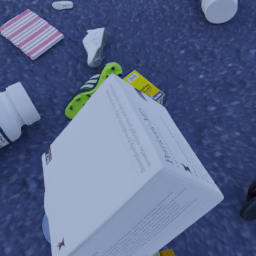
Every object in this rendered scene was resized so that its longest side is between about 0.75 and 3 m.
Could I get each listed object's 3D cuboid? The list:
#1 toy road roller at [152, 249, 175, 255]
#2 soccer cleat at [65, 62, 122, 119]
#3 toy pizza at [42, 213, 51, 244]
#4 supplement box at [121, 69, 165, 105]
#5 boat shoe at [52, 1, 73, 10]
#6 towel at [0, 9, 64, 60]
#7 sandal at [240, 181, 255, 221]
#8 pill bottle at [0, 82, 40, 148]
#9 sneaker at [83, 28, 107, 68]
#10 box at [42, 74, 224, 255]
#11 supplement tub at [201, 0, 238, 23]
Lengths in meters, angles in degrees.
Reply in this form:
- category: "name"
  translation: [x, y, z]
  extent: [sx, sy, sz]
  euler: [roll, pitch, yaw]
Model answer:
- category: "toy road roller"
  translation: [0.506, 4.190, 5.817]
  extent: [1.732, 2.058, 2.819]
  euler: [-12, 26, -6]
- category: "soccer cleat"
  translation: [-1.119, -1.191, 8.956]
  extent: [2.310, 0.780, 0.936]
  euler: [-45, 28, -5]
- category: "toy pizza"
  translation: [-1.601, 2.474, 7.307]
  extent: [1.227, 0.194, 1.227]
  euler: [0, 64, 0]
- category: "supplement box"
  translation: [0.363, -1.055, 8.816]
  extent: [0.762, 0.758, 1.392]
  euler: [-41, 70, -19]
- category: "boat shoe"
  translation: [-2.583, -4.907, 11.105]
  extent: [0.800, 0.288, 0.274]
  euler: [-6, 43, 3]
- category: "towel"
  translation: [-3.582, -3.470, 10.361]
  extent: [2.070, 0.310, 1.515]
  euler: [39, 69, 15]
- category: "sandal"
  translation: [3.820, 1.620, 7.469]
  extent: [2.581, 0.970, 0.618]
  euler: [-26, 40, -21]
- category: "pill bottle"
  translation: [-4.100, -0.095, 7.818]
  extent: [2.967, 1.647, 1.647]
  euler: [-30, 66, -15]
- category: "sneaker"
  translation: [-1.234, -2.808, 9.858]
  extent: [0.733, 0.644, 1.830]
  euler: [3, 55, 8]
- category: "box"
  translation: [-0.167, 0.846, 5.083]
  extent: [2.480, 1.621, 2.467]
  euler: [-47, 40, 20]
- category: "supplement tub"
  translation: [3.398, -5.032, 10.575]
  extent: [1.286, 1.286, 1.832]
  euler: [2, 63, 1]
